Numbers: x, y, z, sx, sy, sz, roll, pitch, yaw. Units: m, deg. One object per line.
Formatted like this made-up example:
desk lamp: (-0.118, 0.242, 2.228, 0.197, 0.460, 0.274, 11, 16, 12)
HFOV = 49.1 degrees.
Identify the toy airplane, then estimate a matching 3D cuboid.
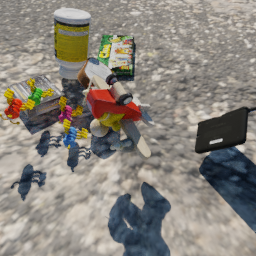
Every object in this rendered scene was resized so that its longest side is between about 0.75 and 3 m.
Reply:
toy airplane: (-0.253, -0.285, 6.251, 1.322, 1.865, 1.873, -39, 20, 12)

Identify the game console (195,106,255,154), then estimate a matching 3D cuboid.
game console: (2.569, 0.043, 7.023, 0.896, 1.539, 1.354, 24, 65, -23)

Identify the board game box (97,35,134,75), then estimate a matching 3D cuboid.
board game box: (-0.474, -2.950, 11.080, 1.392, 0.312, 2.658, -1, 44, 3)

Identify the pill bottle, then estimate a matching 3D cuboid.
pill bottle: (-1.882, -2.782, 9.437, 1.182, 2.123, 1.182, 6, 36, -4)

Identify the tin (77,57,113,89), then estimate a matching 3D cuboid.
tin: (-0.949, -1.586, 8.389, 0.980, 0.367, 1.751, 28, 30, -15)

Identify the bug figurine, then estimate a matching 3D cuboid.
bug figurine: (-2.204, -0.377, 7.708, 2.358, 0.607, 1.829, 30, 32, -18)

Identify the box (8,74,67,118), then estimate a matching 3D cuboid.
box: (-2.927, -1.067, 9.024, 1.280, 0.391, 1.616, -27, 48, -28)
